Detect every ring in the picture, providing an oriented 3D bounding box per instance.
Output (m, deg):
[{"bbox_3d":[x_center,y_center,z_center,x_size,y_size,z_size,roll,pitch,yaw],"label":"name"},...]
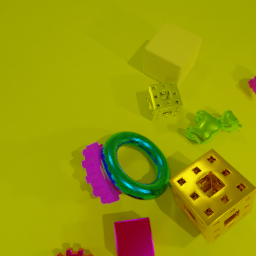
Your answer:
[{"bbox_3d":[0.245,0.960,7.559,2.097,0.419,2.097,21,42,-20],"label":"ring"}]

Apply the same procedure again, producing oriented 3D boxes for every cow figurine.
[{"bbox_3d":[2.580,0.005,8.347,1.362,0.760,1.384,29,72,16],"label":"cow figurine"}]

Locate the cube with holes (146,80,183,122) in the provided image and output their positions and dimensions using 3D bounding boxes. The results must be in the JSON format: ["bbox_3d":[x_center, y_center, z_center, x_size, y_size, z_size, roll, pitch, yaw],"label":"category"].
[{"bbox_3d":[1.093,-0.814,8.588,0.844,0.844,0.844,-11,69,-4],"label":"cube with holes"}]

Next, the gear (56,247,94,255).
[{"bbox_3d":[-1.337,3.607,6.906,1.227,0.227,1.227,0,83,-2],"label":"gear"}]

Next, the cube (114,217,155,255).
[{"bbox_3d":[0.140,2.800,7.057,0.889,0.889,0.889,-7,67,-3],"label":"cube"}]

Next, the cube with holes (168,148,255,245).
[{"bbox_3d":[2.058,1.699,6.943,1.394,1.394,1.394,-34,51,-9],"label":"cube with holes"}]

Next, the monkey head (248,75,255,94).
[{"bbox_3d":[4.213,-1.356,8.798,0.640,1.062,0.764,-21,81,5],"label":"monkey head"}]

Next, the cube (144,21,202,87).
[{"bbox_3d":[1.383,-2.284,8.941,1.298,1.298,1.298,31,71,15],"label":"cube"}]

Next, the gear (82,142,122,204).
[{"bbox_3d":[-0.659,1.172,7.360,0.296,1.601,1.601,-23,68,14],"label":"gear"}]
